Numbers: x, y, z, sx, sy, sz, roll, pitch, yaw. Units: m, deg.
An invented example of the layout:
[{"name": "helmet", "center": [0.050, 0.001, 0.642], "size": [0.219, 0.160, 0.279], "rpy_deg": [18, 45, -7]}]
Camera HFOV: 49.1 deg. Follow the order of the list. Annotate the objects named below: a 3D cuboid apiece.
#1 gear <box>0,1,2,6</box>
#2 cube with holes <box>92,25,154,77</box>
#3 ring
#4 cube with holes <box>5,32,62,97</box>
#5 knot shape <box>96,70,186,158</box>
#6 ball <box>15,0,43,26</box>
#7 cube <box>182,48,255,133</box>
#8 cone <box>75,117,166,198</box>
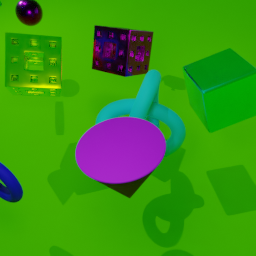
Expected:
[{"name": "gear", "center": [-3.483, -3.457, 6.671], "size": [0.228, 1.233, 1.233], "rpy_deg": [-14, 57, 7]}, {"name": "cube with holes", "center": [-0.122, -1.743, 6.296], "size": [0.942, 0.942, 0.942], "rpy_deg": [19, 24, 30]}, {"name": "ring", "center": [-2.321, 0.932, 5.036], "size": [1.057, 1.057, 0.211], "rpy_deg": [27, 47, 16]}, {"name": "cube with holes", "center": [-2.077, -1.357, 6.299], "size": [1.112, 1.112, 1.112], "rpy_deg": [0, 88, -15]}, {"name": "knot shape", "center": [0.372, -0.251, 5.809], "size": [0.944, 2.042, 1.911], "rpy_deg": [10, 88, 48]}, {"name": "ball", "center": [-2.888, -3.384, 8.191], "size": [0.768, 0.768, 0.768], "rpy_deg": [0, 57, 0]}, {"name": "cube", "center": [1.929, -0.789, 5.861], "size": [1.112, 1.112, 1.112], "rpy_deg": [-21, 40, 2]}, {"name": "cone", "center": [-0.041, 0.737, 4.453], "size": [1.307, 1.312, 1.307], "rpy_deg": [-5, 42, 4]}]
